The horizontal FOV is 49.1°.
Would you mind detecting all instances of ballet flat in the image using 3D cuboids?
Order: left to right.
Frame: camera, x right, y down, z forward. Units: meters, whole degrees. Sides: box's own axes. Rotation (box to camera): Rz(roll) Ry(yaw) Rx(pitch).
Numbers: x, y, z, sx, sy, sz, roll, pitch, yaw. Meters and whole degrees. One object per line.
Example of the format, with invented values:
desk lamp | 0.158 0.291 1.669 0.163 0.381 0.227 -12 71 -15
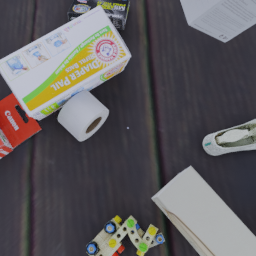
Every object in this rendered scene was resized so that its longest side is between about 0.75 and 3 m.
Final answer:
ballet flat | 3.147 0.184 7.321 2.353 0.817 0.817 -14 75 -4

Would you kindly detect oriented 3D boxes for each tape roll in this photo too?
tape roll | -1.148 -0.311 7.276 0.771 1.123 1.123 43 79 10

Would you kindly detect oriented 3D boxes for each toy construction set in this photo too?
toy construction set | -0.204 2.883 6.552 1.319 0.927 2.012 42 68 10

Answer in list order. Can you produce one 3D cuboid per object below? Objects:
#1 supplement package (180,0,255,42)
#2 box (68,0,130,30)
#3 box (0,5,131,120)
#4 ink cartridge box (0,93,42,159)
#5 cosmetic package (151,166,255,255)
supplement package | 2.611 -3.401 5.628 1.628 2.972 1.691 2 68 -43
box | -0.820 -3.502 8.305 1.636 0.362 1.311 7 50 2
box | -1.544 -1.574 7.221 2.857 1.607 1.448 -32 93 -9
ink cartridge box | -3.876 0.195 7.341 2.738 0.690 1.492 -35 78 -8
cosmetic package | 1.918 2.366 6.325 1.073 1.519 2.935 -40 77 -10
